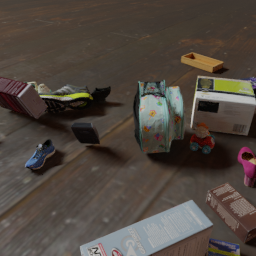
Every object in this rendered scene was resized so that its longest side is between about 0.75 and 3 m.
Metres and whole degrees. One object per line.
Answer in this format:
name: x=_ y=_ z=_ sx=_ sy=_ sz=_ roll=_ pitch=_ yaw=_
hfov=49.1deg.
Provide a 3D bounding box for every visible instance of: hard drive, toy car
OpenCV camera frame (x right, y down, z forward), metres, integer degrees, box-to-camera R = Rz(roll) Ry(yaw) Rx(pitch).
hard drive: x=-1.360 y=0.178 z=9.222 sx=0.787 sy=1.167 sz=0.247 roll=2 pitch=61 yaw=9
toy car: x=2.576 y=0.242 z=9.525 sx=0.808 sy=0.914 sz=0.842 roll=15 pitch=38 yaw=20

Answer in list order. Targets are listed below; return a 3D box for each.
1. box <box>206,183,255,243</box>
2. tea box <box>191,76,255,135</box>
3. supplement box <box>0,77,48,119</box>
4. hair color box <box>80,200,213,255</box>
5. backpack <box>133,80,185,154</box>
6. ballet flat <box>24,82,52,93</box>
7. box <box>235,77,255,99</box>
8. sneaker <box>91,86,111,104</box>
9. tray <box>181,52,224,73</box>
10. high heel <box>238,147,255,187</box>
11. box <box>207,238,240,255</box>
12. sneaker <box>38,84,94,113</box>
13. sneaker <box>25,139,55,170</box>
box: x=2.746 y=2.117 z=7.157 sx=0.710 sy=0.531 sz=1.417 roll=-15 pitch=36 yaw=-21
tea box: x=3.597 y=-0.929 z=10.795 sx=2.080 sy=1.390 sz=2.046 roll=9 pitch=35 yaw=13
supplement box: x=-4.330 y=-1.208 z=10.740 sx=2.298 sy=1.251 sz=0.700 roll=16 pitch=59 yaw=29
hair color box: x=0.410 y=2.585 z=5.782 sx=2.587 sy=1.281 sz=0.784 roll=-16 pitch=38 yaw=-22
backpack: x=1.019 y=-0.293 z=9.355 sx=1.761 sy=2.020 sz=2.298 roll=3 pitch=39 yaw=10
ballet flat: x=-4.019 y=-1.670 z=12.503 sx=1.970 sy=0.693 sz=0.663 roll=14 pitch=37 yaw=19
box: x=5.326 y=-1.759 z=12.718 sx=1.590 sy=0.627 sz=1.122 roll=-11 pitch=33 yaw=-15
sneaker: x=-1.432 y=-1.439 z=12.129 sx=1.406 sy=0.733 sz=0.422 roll=0 pitch=34 yaw=-1
tray: x=4.140 y=-3.694 z=15.736 sx=1.036 sy=0.389 sz=2.100 roll=-27 pitch=44 yaw=-34
high heel: x=3.772 y=0.933 z=8.581 sx=0.589 sy=0.840 sz=1.747 roll=6 pitch=35 yaw=9
box: x=2.089 y=2.945 z=6.162 sx=0.711 sy=0.278 sz=1.167 roll=10 pitch=36 yaw=12
sneaker: x=-2.721 y=-1.276 z=11.641 sx=2.493 sy=0.921 sz=1.009 roll=-2 pitch=50 yaw=-14
sneaker: x=-2.851 y=0.811 z=8.992 sx=0.515 sy=0.585 sz=1.312 roll=11 pitch=37 yaw=16
